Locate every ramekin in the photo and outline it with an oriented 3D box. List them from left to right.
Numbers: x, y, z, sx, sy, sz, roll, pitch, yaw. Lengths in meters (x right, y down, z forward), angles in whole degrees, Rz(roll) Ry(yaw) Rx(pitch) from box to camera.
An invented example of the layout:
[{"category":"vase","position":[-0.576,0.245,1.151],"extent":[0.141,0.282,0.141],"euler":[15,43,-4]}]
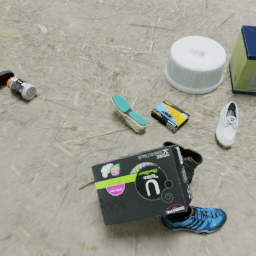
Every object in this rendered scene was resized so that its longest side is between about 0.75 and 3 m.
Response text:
[{"category":"ramekin","position":[2.832,-2.718,11.698],"extent":[2.512,1.224,2.512],"euler":[0,52,0]}]

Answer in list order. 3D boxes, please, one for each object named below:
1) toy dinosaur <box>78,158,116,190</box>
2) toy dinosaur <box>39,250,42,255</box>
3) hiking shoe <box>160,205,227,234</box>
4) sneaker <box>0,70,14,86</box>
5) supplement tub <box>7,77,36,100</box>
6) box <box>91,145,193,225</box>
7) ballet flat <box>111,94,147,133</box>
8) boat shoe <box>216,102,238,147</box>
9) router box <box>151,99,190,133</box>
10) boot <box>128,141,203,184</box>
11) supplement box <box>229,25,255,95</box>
[{"category":"toy dinosaur","position":[-0.520,1.519,8.833],"extent":[1.986,0.600,1.055],"euler":[8,54,7]},{"category":"toy dinosaur","position":[-1.745,4.489,6.572],"extent":[2.730,0.825,1.450],"euler":[38,41,16]},{"category":"hiking shoe","position":[1.895,2.541,7.880],"extent":[1.923,0.834,0.715],"euler":[-4,52,-3]},{"category":"sneaker","position":[-5.879,-1.996,11.506],"extent":[2.115,0.635,1.103],"euler":[-38,66,-21]},{"category":"supplement tub","position":[-4.263,-1.602,11.199],"extent":[1.070,0.656,0.656],"euler":[27,57,19]},{"category":"box","position":[0.402,1.482,7.538],"extent":[2.204,1.370,1.637],"euler":[-17,83,17]},{"category":"ballet flat","position":[-0.050,-0.496,10.261],"extent":[0.605,0.605,1.742],"euler":[-38,75,-25]},{"category":"boat shoe","position":[3.643,-0.189,10.035],"extent":[0.677,0.644,1.881],"euler":[23,52,7]},{"category":"router box","position":[1.582,-0.472,10.540],"extent":[1.186,0.303,0.884],"euler":[38,61,25]},{"category":"boot","position":[1.099,0.860,8.741],"extent":[2.323,1.518,0.787],"euler":[18,53,14]},{"category":"supplement box","position":[5.020,-2.664,11.177],"extent":[1.317,1.960,1.962],"euler":[6,53,5]}]
